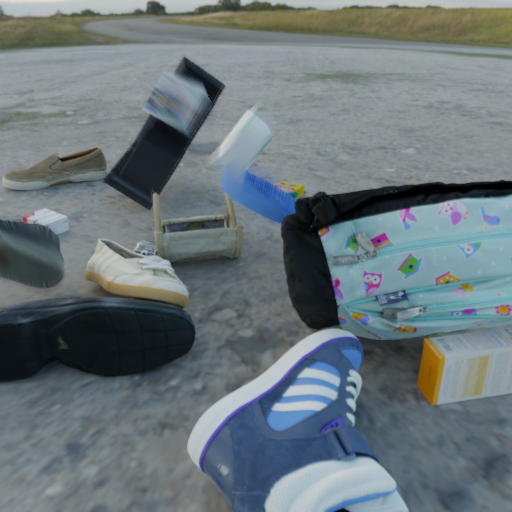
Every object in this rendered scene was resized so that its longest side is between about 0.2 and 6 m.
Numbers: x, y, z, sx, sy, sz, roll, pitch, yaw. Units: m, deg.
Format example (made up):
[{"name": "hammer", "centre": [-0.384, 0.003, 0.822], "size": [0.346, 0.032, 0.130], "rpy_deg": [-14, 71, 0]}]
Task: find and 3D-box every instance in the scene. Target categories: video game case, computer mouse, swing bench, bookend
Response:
[{"name": "video game case", "centre": [-1.681, -3.191, 11.508], "size": [1.016, 0.926, 0.117], "rpy_deg": [27, -4, 12]}, {"name": "computer mouse", "centre": [-2.070, 0.012, 10.492], "size": [0.701, 0.281, 1.279], "rpy_deg": [11, 16, -1]}, {"name": "swing bench", "centre": [-1.155, -0.466, 10.768], "size": [1.562, 1.019, 1.570], "rpy_deg": [-4, 37, -10]}, {"name": "bookend", "centre": [-2.106, -2.922, 13.223], "size": [1.240, 2.676, 2.693], "rpy_deg": [32, 30, -13]}]

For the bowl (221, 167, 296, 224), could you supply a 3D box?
[{"name": "bowl", "centre": [0.104, -1.076, 10.167], "size": [1.661, 0.326, 1.661], "rpy_deg": [27, 16, -9]}]

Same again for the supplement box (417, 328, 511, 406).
[{"name": "supplement box", "centre": [2.765, 1.417, 7.225], "size": [1.226, 0.773, 0.451], "rpy_deg": [-5, 27, -11]}]

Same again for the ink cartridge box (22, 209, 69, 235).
[{"name": "ink cartridge box", "centre": [-4.486, -0.696, 11.962], "size": [0.805, 0.334, 0.591], "rpy_deg": [19, 32, 33]}]

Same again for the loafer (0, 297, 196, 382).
[{"name": "loafer", "centre": [-2.414, 0.966, 7.806], "size": [3.145, 1.145, 1.137], "rpy_deg": [0, 22, -4]}]

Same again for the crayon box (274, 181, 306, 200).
[{"name": "crayon box", "centre": [0.737, -1.588, 13.840], "size": [0.667, 0.267, 1.050], "rpy_deg": [14, 29, 26]}]

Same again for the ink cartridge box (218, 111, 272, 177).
[{"name": "ink cartridge box", "centre": [-0.201, -1.968, 9.708], "size": [0.510, 0.884, 1.210], "rpy_deg": [36, 16, -14]}]

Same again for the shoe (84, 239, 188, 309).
[{"name": "shoe", "centre": [-1.951, 0.238, 8.841], "size": [0.984, 0.752, 2.816], "rpy_deg": [16, -3, -40]}]

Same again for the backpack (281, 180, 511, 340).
[{"name": "backpack", "centre": [2.198, 0.065, 7.802], "size": [3.417, 2.163, 2.851], "rpy_deg": [-7, 2, 8]}]

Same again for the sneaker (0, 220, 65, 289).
[{"name": "sneaker", "centre": [-4.011, -0.264, 8.647], "size": [2.104, 0.787, 1.118], "rpy_deg": [31, 14, -33]}]

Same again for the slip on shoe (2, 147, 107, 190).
[{"name": "slip on shoe", "centre": [-5.263, -2.313, 14.688], "size": [2.631, 0.797, 1.000], "rpy_deg": [-9, 28, -18]}]

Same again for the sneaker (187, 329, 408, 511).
[{"name": "sneaker", "centre": [0.865, 1.963, 5.925], "size": [2.015, 1.109, 2.753], "rpy_deg": [30, 36, 35]}]
